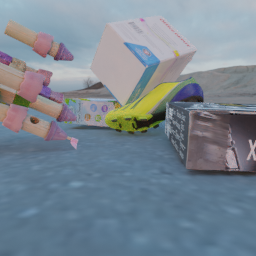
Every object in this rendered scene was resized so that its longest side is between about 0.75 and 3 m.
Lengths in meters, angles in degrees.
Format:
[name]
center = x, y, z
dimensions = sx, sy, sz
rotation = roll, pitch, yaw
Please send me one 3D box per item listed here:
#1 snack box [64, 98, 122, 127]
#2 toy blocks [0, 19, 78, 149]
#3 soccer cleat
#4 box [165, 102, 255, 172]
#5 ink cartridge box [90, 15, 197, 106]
[snack box]
center = -0.440, -0.505, 8.644
dimensions = 2.048, 0.763, 2.880
rotation = 3, 6, 11
[toy blocks]
center = -1.631, -0.444, 4.774
dimensions = 1.618, 1.922, 1.796
rotation = 23, 34, -25
[soccer cleat]
center = 0.545, -0.511, 6.218
dimensions = 2.222, 0.929, 0.718
rotation = -15, -34, 14
[box]
center = 1.709, 0.001, 4.100
dimensions = 2.120, 0.669, 2.689
rotation = 2, 7, 3
[ink cartridge box]
center = 0.463, -1.691, 6.814
dimensions = 2.157, 1.386, 1.350
rotation = -25, -21, -39
